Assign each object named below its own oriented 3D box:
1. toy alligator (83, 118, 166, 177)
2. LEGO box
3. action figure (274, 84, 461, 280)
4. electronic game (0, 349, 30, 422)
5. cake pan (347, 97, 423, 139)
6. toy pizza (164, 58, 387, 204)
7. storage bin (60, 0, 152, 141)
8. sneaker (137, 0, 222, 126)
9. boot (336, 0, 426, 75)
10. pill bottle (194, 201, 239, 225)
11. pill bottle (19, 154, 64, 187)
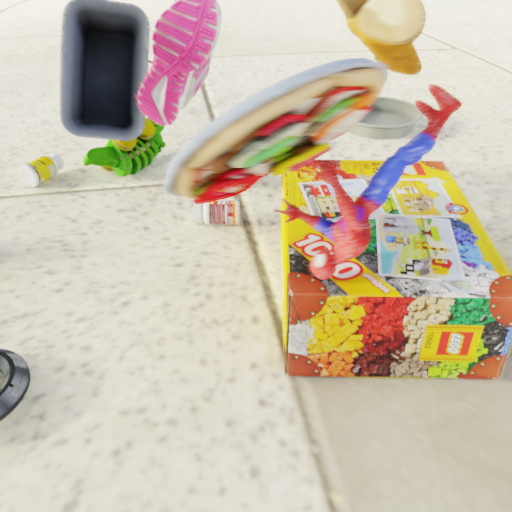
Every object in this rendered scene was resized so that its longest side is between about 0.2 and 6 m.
[{"bbox_3d":[-2.717,-2.730,13.638,0.984,1.076,3.627,47,41,-5],"label":"toy alligator"},{"bbox_3d":[1.925,-0.009,8.994,3.018,1.564,4.052,0,34,1],"label":"LEGO box"},{"bbox_3d":[1.262,-1.044,7.190,1.368,2.763,0.902,31,-4,4],"label":"action figure"},{"bbox_3d":[-3.864,1.804,7.423,1.658,0.345,1.658,-3,32,2],"label":"electronic game"},{"bbox_3d":[3.388,-3.877,15.687,2.434,0.446,2.434,0,35,0],"label":"cake pan"},{"bbox_3d":[0.297,-1.371,6.937,3.026,3.026,0.480,-24,85,-31],"label":"toy pizza"},{"bbox_3d":[-2.635,-3.314,10.306,1.662,2.283,1.533,3,12,-13],"label":"storage bin"},{"bbox_3d":[-1.203,-3.327,9.258,0.959,2.357,1.040,35,44,-6],"label":"sneaker"},{"bbox_3d":[2.389,-3.697,9.470,0.940,1.912,2.671,-44,41,14],"label":"boot"},{"bbox_3d":[-0.788,-0.868,11.231,0.887,0.486,0.486,0,34,0],"label":"pill bottle"},{"bbox_3d":[-4.894,-1.995,12.857,0.530,0.530,0.952,15,37,21],"label":"pill bottle"}]
